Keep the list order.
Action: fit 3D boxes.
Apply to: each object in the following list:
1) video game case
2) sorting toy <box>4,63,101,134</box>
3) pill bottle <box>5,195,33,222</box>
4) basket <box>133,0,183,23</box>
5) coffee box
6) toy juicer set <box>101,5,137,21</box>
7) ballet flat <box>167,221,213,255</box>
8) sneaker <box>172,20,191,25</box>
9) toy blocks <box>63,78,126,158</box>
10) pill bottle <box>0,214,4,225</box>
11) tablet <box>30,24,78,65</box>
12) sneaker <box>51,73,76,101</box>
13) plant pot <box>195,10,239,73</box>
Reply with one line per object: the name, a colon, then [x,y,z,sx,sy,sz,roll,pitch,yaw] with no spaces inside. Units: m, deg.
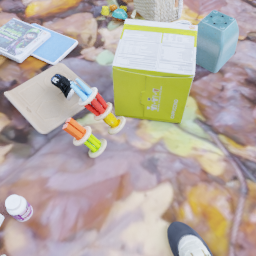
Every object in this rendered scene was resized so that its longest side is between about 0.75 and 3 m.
video game case: [-4.967,-3.966,12.490,2.261,0.264,2.056,25,59,17]
sorting toy: [-2.835,-1.183,10.688,2.783,0.508,2.576,-36,63,-27]
pill bottle: [-3.109,2.263,7.961,0.550,0.980,0.550,0,57,0]
basket: [1.406,-6.205,13.223,1.631,2.010,2.028,-30,61,-14]
coffee box: [0.922,-1.955,9.917,2.533,2.529,2.505,8,56,5]
toy juicer set: [-0.287,-5.591,13.747,1.871,0.509,1.190,23,40,19]
ballet flat: [1.902,3.578,7.074,1.027,1.027,2.812,-19,57,-12]
sneaker: [1.589,-3.616,11.969,2.799,1.098,1.111,-22,53,-1]
toy blocks: [-1.330,-0.335,8.897,1.794,2.152,0.782,-51,30,-10]
pill bottle: [-4.371,3.279,6.922,1.547,1.547,2.794,17,57,11]
tablet: [-3.830,-3.821,12.644,2.722,0.186,1.771,26,60,18]
sneaker: [-2.309,-1.471,9.807,0.885,0.578,1.583,28,10,-18]
plant pot: [3.528,-3.751,11.633,1.741,1.779,1.746,35,62,22]
